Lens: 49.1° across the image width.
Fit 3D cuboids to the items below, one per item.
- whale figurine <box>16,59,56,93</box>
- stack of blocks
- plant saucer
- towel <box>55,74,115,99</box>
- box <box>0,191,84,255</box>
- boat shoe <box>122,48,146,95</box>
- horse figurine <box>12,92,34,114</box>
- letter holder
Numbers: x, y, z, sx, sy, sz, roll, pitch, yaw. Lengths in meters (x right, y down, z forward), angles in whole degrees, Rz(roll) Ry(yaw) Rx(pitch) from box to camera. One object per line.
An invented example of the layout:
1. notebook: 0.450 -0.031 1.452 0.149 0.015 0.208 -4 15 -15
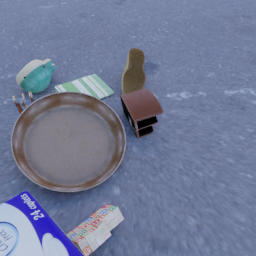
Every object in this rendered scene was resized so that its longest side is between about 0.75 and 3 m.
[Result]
1. whale figurine: -3.045 -1.790 9.839 0.929 1.425 1.791 49 21 -4
2. stack of blocks: -0.606 1.963 5.484 1.078 0.316 0.621 -32 12 -34
3. plant saucer: -1.439 0.309 7.050 2.762 0.443 2.762 5 61 -9
4. towel: -1.502 -1.280 9.663 1.663 0.194 1.268 -25 57 -30
5. box: -1.883 2.710 3.895 2.747 1.441 2.527 -31 47 -33
6. boat shoe: 0.184 -1.834 10.034 0.804 0.728 2.256 16 57 -8
7. horse figurine: -2.798 -0.562 7.961 0.336 0.892 1.346 -17 9 13
8. letter holder: 0.450 -0.487 8.323 0.955 0.676 1.343 -19 42 -7
